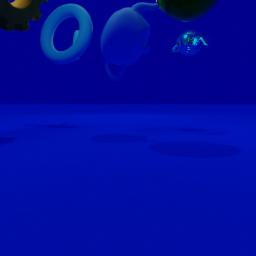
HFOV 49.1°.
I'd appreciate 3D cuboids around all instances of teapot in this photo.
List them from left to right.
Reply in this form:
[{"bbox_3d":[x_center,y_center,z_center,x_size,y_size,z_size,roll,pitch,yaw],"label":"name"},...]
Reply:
[{"bbox_3d":[0.061,-2.017,6.260,1.000,2.043,1.270,31,14,10],"label":"teapot"},{"bbox_3d":[1.744,-2.314,7.836,1.117,0.547,0.695,-5,-25,37],"label":"teapot"}]

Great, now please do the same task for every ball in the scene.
[{"bbox_3d":[1.161,-2.783,5.434,1.339,1.339,1.339,0,5,0],"label":"ball"}]

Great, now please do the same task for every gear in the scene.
[{"bbox_3d":[-2.300,-3.014,5.640,0.374,2.023,2.023,20,10,13],"label":"gear"}]

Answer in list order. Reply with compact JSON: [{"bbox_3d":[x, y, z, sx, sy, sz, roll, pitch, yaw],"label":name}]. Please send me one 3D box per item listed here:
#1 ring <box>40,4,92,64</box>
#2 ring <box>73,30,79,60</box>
[{"bbox_3d":[-2.084,-3.128,9.333,2.054,2.054,0.411,3,-6,27],"label":"ring"},{"bbox_3d":[-1.851,-2.983,10.129,0.210,1.051,1.051,6,5,-7],"label":"ring"}]
